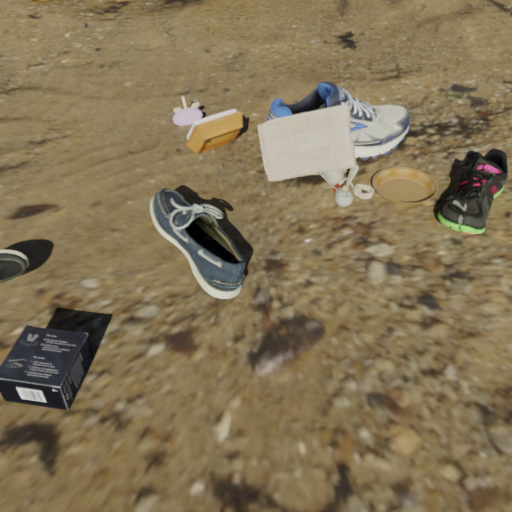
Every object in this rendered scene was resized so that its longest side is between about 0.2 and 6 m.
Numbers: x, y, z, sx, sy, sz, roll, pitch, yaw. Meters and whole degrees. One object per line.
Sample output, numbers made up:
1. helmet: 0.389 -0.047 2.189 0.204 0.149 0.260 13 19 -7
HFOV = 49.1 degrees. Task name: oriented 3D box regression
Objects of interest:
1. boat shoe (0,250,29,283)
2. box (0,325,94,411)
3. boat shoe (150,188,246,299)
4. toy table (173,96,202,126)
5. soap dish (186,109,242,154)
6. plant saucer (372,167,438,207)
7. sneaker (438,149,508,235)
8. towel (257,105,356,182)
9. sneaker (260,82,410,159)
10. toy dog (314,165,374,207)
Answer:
1. boat shoe: -4.576 0.412 8.942 1.873 0.672 0.633 -15 44 -6
2. box: -2.887 1.530 7.731 0.943 0.563 0.959 7 42 7
3. boat shoe: -1.004 -0.411 9.473 0.975 0.805 2.603 -7 46 -33
4. toy table: -1.650 -3.422 13.319 0.697 0.641 0.408 -8 56 -7
5. soap dish: -0.896 -2.711 12.292 1.168 0.919 0.474 -25 84 -24
6. plant saucer: 2.962 -1.347 11.228 1.275 0.226 1.275 0 42 0
7. sneaker: 4.114 -1.264 10.528 0.939 1.025 2.447 21 46 22
8. towel: 1.003 -2.221 11.196 1.901 1.260 0.328 -6 10 19
9. sneaker: 1.827 -2.961 12.090 3.524 1.501 1.358 -13 43 -15
10. toy dog: 1.635 -1.719 11.252 1.025 0.748 1.553 -22 46 -23
